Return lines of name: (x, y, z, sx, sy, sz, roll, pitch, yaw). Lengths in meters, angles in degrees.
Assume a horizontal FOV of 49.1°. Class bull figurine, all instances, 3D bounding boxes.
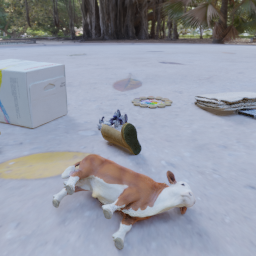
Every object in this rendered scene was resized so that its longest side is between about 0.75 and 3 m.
bull figurine: (-0.120, 1.149, 4.930, 2.491, 0.811, 1.512, 15, 25, 33)

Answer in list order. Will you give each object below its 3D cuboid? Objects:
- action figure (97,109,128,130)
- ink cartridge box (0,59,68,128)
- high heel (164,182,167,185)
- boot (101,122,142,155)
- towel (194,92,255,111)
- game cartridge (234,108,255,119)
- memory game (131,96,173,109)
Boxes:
action figure: (-0.524, -0.202, 9.089, 0.794, 0.423, 1.221, 18, 30, 27)
ink cartridge box: (-3.743, -1.307, 9.854, 2.625, 1.899, 1.908, 10, 23, 25)
high heel: (0.927, 1.236, 5.408, 0.811, 0.290, 0.578, -1, 25, 23)
boot: (-0.291, 0.149, 7.370, 1.246, 1.092, 0.412, 25, 54, 41)
towel: (4.283, -1.134, 11.092, 2.921, 0.504, 1.936, -7, 14, -19)
game cartridge: (4.523, -0.551, 10.308, 0.678, 0.206, 1.017, -17, 26, -31)
memory game: (1.022, -1.119, 11.909, 1.764, 0.112, 1.764, 0, 21, 0)
